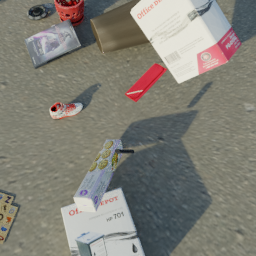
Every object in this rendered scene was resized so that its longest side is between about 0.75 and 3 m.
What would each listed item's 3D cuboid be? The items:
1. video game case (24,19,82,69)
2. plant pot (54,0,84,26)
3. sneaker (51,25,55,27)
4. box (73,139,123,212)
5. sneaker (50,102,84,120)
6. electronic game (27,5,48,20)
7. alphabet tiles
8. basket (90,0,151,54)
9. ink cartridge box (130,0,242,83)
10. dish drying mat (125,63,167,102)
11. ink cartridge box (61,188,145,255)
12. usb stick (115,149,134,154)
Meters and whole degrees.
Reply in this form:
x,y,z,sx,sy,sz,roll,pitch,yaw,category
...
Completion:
x,y,z,sx,sy,sz,roll,pitch,yaw,category
-3.209,-3.599,11.925,2.177,0.206,1.555,-25,69,1,video game case
-2.549,-5.299,12.504,1.262,1.150,1.262,0,59,0,plant pot
-3.111,-4.252,12.447,0.576,0.376,1.002,-6,58,-2,sneaker
-0.813,1.357,8.761,0.587,0.548,2.834,-1,32,20,box
-2.301,-0.737,10.502,1.271,0.681,0.424,-22,65,-10,sneaker
-4.228,-5.393,13.094,1.000,0.208,1.000,-2,61,4,electronic game
-4.436,2.941,9.016,1.452,0.055,1.745,13,64,6,alphabet tiles
-0.114,-4.209,11.706,2.580,1.754,2.326,-22,54,-6,basket
1.802,-3.205,8.969,2.948,2.134,1.243,52,58,-13,ink cartridge box
0.615,-1.599,9.692,1.596,0.145,0.613,-47,52,-8,dish drying mat
-0.664,3.379,8.195,1.943,1.139,2.653,-18,66,-8,ink cartridge box
-0.095,0.710,8.467,0.237,0.855,0.139,3,87,31,usb stick
